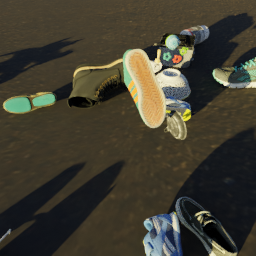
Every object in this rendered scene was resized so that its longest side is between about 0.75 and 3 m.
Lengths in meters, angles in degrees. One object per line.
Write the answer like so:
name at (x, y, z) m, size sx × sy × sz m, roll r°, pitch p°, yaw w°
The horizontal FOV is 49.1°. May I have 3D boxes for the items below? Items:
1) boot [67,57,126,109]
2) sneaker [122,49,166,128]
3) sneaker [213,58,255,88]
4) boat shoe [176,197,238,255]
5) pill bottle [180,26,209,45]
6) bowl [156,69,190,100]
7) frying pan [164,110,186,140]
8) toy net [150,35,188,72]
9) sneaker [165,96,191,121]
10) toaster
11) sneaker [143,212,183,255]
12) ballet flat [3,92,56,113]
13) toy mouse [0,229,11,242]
boot at (-0.598, -1.433, 9.715) m, size 2.843 × 1.101 × 1.967 m, roll -8°, pitch 42°, yaw 11°
sneaker at (0.359, -0.930, 6.570) m, size 0.670 × 1.878 × 0.750 m, roll -22°, pitch 19°, yaw -10°
sneaker at (4.548, -2.127, 10.290) m, size 2.685 × 1.225 × 1.042 m, roll 7°, pitch 39°, yaw 9°
boat shoe at (1.581, 1.946, 5.678) m, size 0.583 × 0.525 × 1.650 m, roll -19°, pitch 42°, yaw -23°
pill bottle at (3.222, -4.467, 13.581) m, size 1.431 × 0.829 × 0.829 m, roll -28°, pitch 46°, yaw -31°
bowl at (1.531, -1.680, 10.140) m, size 1.522 × 0.714 × 1.522 m, roll -1°, pitch 38°, yaw 0°
frying pan at (1.129, -0.117, 7.397) m, size 0.218 × 0.809 × 1.337 m, roll -19°, pitch 17°, yaw -17°
toy net at (1.144, -2.187, 8.779) m, size 1.439 × 0.755 × 0.278 m, roll -43°, pitch 25°, yaw 12°
sneaker at (1.258, -0.710, 9.041) m, size 1.614 × 0.597 × 0.664 m, roll 18°, pitch 40°, yaw 10°
toaster at (2.049, -3.404, 12.101) m, size 1.669 × 0.990 × 1.509 m, roll 9°, pitch 39°, yaw 11°
sneaker at (0.641, 2.345, 5.133) m, size 0.717 × 0.645 × 1.744 m, roll -2°, pitch 32°, yaw 4°
ballet flat at (-3.229, -0.864, 9.313) m, size 1.673 × 0.591 × 0.591 m, roll -14°, pitch 40°, yaw -16°
toy mouse at (-3.242, 2.815, 4.619) m, size 2.153 × 0.469 × 2.422 m, roll -7°, pitch 39°, yaw -9°
